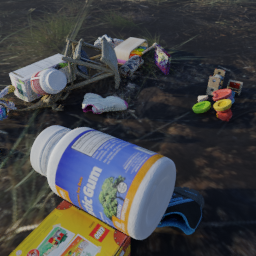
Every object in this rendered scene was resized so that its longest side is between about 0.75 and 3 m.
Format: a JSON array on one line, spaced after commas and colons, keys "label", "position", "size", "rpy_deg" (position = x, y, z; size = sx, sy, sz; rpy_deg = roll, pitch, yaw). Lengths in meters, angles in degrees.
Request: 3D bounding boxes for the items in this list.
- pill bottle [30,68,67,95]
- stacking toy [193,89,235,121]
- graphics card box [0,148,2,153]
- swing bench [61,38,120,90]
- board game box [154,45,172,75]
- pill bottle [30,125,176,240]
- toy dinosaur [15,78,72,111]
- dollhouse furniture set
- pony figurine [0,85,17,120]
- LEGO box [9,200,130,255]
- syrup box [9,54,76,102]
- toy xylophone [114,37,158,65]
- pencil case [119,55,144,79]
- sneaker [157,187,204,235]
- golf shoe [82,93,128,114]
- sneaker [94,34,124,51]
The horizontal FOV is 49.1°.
[{"label": "pill bottle", "position": [-2.840, -1.656, 10.064], "size": [0.899, 0.899, 1.592], "rpy_deg": [-27, 20, -31]}, {"label": "stacking toy", "position": [3.234, -0.775, 10.414], "size": [1.408, 0.657, 1.555], "rpy_deg": [-11, 27, 31]}, {"label": "graphics card box", "position": [-4.273, 0.795, 8.432], "size": [0.474, 0.192, 0.755], "rpy_deg": [20, 43, 25]}, {"label": "swing bench", "position": [-1.529, -2.833, 12.108], "size": [2.301, 1.493, 2.289], "rpy_deg": [-3, 37, -4]}, {"label": "board game box", "position": [1.598, -3.212, 13.092], "size": [0.237, 0.880, 1.467], "rpy_deg": [-11, 38, -13]}, {"label": "pill bottle", "position": [-0.640, 0.961, 6.070], "size": [2.998, 1.680, 1.680], "rpy_deg": [19, 41, 28]}, {"label": "toy dinosaur", "position": [-3.017, -1.010, 10.579], "size": [1.302, 0.750, 2.576], "rpy_deg": [14, 43, 45]}, {"label": "dollhouse furniture set", "position": [3.899, -1.739, 11.202], "size": [1.190, 0.834, 0.839], "rpy_deg": [19, 41, 23]}, {"label": "pony figurine", "position": [-4.964, -0.893, 9.617], "size": [2.246, 1.937, 2.326], "rpy_deg": [-3, 22, -18]}, {"label": "LEGO box", "position": [-1.276, 2.758, 5.284], "size": [1.730, 0.896, 2.323], "rpy_deg": [21, 42, 25]}, {"label": "syrup box", "position": [-3.442, -2.118, 11.561], "size": [1.026, 0.992, 2.520], "rpy_deg": [25, 44, 29]}, {"label": "toy xylophone", "position": [0.331, -3.941, 14.224], "size": [1.857, 0.637, 2.537], "rpy_deg": [23, 43, 28]}, {"label": "pencil case", "position": [0.186, -2.832, 12.836], "size": [0.669, 0.582, 1.495], "rpy_deg": [22, 42, 14]}, {"label": "sneaker", "position": [0.556, 1.727, 6.646], "size": [2.429, 0.889, 0.995], "rpy_deg": [11, 39, 14]}, {"label": "golf shoe", "position": [-0.867, -0.776, 10.249], "size": [1.711, 0.644, 0.783], "rpy_deg": [8, 53, 14]}, {"label": "sneaker", "position": [-0.942, -4.694, 15.169], "size": [1.695, 0.677, 1.103], "rpy_deg": [-7, 46, 8]}]
